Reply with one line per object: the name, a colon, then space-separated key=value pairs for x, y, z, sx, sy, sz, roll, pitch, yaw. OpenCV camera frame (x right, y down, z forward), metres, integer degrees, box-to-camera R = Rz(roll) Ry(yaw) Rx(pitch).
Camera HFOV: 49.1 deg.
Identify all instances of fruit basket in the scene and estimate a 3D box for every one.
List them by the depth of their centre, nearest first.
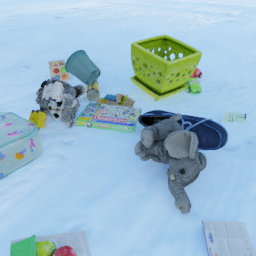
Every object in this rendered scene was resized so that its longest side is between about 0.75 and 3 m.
fruit basket: x=-1.397 y=2.539 z=5.132 sx=1.492 sy=0.699 sz=1.382 roll=5 pitch=28 yaw=-23

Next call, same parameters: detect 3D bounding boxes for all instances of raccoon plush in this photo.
raccoon plush: x=-2.002 y=-1.095 z=10.395 sx=1.863 sy=1.345 sz=2.780 roll=27 pitch=40 yaw=24

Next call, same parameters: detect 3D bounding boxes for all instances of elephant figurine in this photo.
elephant figurine: x=1.347 y=0.785 z=7.205 sx=1.532 sy=1.680 sz=2.165 roll=-2 pitch=28 yaw=-45

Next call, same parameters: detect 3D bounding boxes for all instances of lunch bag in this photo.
lunch bag: x=-4.034 y=0.546 z=7.807 sx=2.201 sy=1.058 sz=2.745 roll=25 pitch=39 yaw=35

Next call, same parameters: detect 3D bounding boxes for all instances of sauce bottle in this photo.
sauce bottle: x=-1.496 y=-1.747 z=12.025 sx=0.559 sy=0.559 sz=1.727 roll=-2 pitch=32 yaw=-4

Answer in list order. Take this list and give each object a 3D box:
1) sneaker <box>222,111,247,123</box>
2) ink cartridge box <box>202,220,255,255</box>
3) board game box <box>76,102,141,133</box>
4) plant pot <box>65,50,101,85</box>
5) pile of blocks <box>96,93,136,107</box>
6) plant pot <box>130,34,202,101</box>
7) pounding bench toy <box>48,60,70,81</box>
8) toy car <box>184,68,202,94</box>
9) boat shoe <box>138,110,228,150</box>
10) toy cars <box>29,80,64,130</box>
sneaker: x=3.780 y=-0.346 z=9.895 sx=0.984 sy=0.362 sz=0.580 roll=-20 pitch=31 yaw=-33
ink cartridge box: x=2.035 y=2.322 z=5.746 sx=0.931 sy=0.202 sz=0.914 roll=1 pitch=31 yaw=5
board game box: x=-0.646 y=-0.402 z=10.084 sx=2.040 sy=0.297 sz=1.373 roll=7 pitch=32 yaw=12
plant pot: x=-1.767 y=-2.390 z=11.400 sx=1.112 sy=1.136 sz=1.136 roll=43 pitch=47 yaw=17
pile of blocks: x=-0.436 y=-1.133 z=10.930 sx=1.601 sy=0.657 sz=0.498 roll=8 pitch=32 yaw=13
plant pot: x=1.431 y=-2.463 z=11.666 sx=2.165 sy=1.965 sz=2.154 roll=-24 pitch=50 yaw=-35
pounding bench toy: x=-3.071 y=-2.750 z=13.438 sx=1.257 sy=0.781 sz=0.980 roll=-12 pitch=34 yaw=-18
toy car: x=2.708 y=-2.242 z=12.832 sx=2.429 sy=0.542 sz=2.286 roll=-9 pitch=32 yaw=-13
boat shoe: x=1.516 y=0.146 z=8.517 sx=2.878 sy=1.211 sz=0.988 roll=10 pitch=12 yaw=42
toy cars: x=-2.571 y=-0.656 z=8.985 sx=0.557 sy=2.516 sz=1.128 roll=15 pitch=43 yaw=-33
